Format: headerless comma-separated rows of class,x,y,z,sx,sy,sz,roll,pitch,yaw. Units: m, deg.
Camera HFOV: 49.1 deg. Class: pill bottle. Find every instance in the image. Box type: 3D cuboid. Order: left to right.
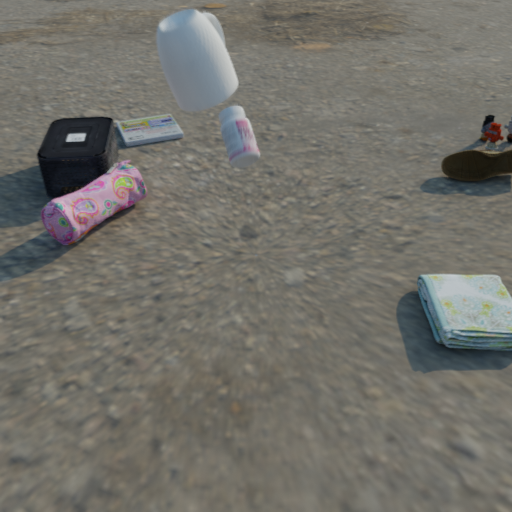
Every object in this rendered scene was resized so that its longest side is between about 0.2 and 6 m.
pill bottle,-0.225,-1.483,6.969,0.385,0.385,0.679,-13,77,-17

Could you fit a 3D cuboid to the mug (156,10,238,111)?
mug,-0.874,-3.102,8.518,1.019,1.210,1.381,6,49,30

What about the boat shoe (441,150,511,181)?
boat shoe,4.571,-1.850,11.301,1.726,0.623,0.621,-7,6,4

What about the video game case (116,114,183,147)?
video game case,-2.480,-2.929,13.015,1.326,0.146,1.207,-14,39,-16

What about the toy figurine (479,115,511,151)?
toy figurine,5.433,-2.659,12.284,0.942,0.655,0.927,1,31,4

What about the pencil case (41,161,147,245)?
pencil case,-2.780,-0.962,9.773,0.839,0.839,1.919,21,43,26

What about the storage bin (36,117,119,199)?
storage bin,-3.490,-2.000,11.150,1.266,0.878,1.873,-4,36,-5

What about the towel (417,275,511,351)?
towel,3.010,0.758,7.880,1.216,0.342,1.420,3,36,-2
